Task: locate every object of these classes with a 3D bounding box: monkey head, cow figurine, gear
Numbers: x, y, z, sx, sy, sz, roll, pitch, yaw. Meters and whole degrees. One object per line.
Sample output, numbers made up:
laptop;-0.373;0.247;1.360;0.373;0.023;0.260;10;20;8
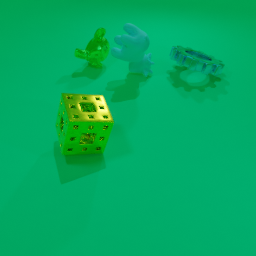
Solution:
monkey head;-1.218;-2.696;9.627;1.153;1.602;0.966;11;64;-13
cow figurine;0.322;-2.384;8.836;1.659;1.686;0.925;20;70;-20
gear;2.305;-2.287;9.415;1.806;0.334;1.806;14;29;-8

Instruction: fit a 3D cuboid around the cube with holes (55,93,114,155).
cube with holes;-1.047;-0.093;6.516;1.000;1.000;1.000;0;42;-26
